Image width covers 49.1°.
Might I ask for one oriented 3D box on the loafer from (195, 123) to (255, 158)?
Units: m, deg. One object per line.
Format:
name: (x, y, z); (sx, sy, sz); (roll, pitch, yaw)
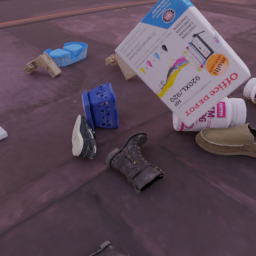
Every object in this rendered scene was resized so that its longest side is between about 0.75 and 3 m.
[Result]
loafer: (3.595, 0.312, 9.011); (2.744, 0.925, 1.043); (6, 36, 8)

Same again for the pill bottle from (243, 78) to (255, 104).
pill bottle: (5.668, -1.292, 11.186); (1.066, 1.066, 1.843); (-22, 40, -28)

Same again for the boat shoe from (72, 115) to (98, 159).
boat shoe: (-1.464, 0.280, 9.385); (0.724, 0.769, 2.140); (14, 26, -22)

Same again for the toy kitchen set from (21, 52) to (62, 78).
toy kitchen set: (-4.333, -2.739, 13.741); (1.362, 1.229, 1.111); (-29, 18, 32)

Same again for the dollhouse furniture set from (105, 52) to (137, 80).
dollhouse furniture set: (0.017, -3.469, 14.432); (1.511, 1.290, 2.915); (-22, 19, 23)

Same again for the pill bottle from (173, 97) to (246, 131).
pill bottle: (2.808, -0.520, 9.868); (2.292, 1.299, 1.299); (1, 35, 1)

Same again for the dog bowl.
dog bowl: (-3.376, -4.061, 15.470); (1.479, 0.658, 2.654); (24, 42, 30)

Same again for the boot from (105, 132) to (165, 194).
boot: (0.417, 1.020, 8.371); (1.654, 0.658, 1.900); (31, 52, 32)

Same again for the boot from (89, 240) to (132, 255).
boot: (-0.322, 2.922, 5.761); (1.033, 0.411, 1.187); (21, 38, 28)

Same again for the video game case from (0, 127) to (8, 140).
video game case: (-5.610, 0.279, 9.673); (1.932, 0.243, 2.123); (29, 45, 35)

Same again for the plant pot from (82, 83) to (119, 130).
plant pot: (-1.032, -0.741, 10.268); (1.159, 1.289, 1.290); (-12, 37, -6)

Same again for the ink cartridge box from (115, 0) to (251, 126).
ink cartridge box: (1.543, -1.929, 7.694); (2.816, 2.073, 2.037); (46, 27, -5)
